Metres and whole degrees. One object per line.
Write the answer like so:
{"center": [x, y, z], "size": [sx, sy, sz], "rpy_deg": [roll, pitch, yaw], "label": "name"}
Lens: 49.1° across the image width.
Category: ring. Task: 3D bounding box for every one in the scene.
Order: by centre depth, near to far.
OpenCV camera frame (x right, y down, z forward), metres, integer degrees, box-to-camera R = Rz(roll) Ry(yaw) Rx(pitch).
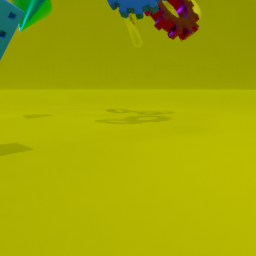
{"center": [0.096, -3.863, 10.183], "size": [0.385, 1.925, 1.925], "rpy_deg": [-20, 6, 7], "label": "ring"}

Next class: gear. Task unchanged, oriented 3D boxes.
{"center": [0.202, -3.292, 6.434], "size": [1.514, 1.514, 0.280], "rpy_deg": [2, -5, 12], "label": "gear"}
{"center": [1.115, -3.173, 7.391], "size": [1.831, 1.831, 0.339], "rpy_deg": [-7, -18, -39], "label": "gear"}

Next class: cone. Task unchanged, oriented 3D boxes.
{"center": [-2.875, -3.150, 7.901], "size": [1.193, 1.197, 1.193], "rpy_deg": [5, -28, 3], "label": "cone"}

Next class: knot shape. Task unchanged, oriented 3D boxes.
{"center": [1.486, -4.014, 9.088], "size": [1.952, 0.902, 1.826], "rpy_deg": [10, 13, 5], "label": "knot shape"}

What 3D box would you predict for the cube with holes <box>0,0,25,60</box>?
{"center": [-1.941, -1.403, 3.475], "size": [0.751, 0.751, 0.751], "rpy_deg": [39, 12, 31], "label": "cube with holes"}
